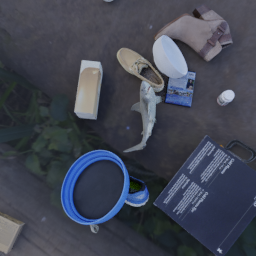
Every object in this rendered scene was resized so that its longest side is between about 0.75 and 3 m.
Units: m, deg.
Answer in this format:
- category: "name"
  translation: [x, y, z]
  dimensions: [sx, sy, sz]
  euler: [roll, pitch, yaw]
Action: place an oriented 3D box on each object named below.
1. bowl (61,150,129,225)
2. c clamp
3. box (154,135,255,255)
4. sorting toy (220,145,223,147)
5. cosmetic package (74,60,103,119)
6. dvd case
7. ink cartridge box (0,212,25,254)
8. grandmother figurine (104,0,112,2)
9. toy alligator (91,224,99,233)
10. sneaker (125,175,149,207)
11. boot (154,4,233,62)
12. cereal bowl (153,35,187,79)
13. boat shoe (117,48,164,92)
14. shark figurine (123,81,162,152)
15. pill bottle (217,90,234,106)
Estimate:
- category: "bowl"
  translation: [-0.967, 1.758, 8.372]
  dimensions: [2.236, 0.439, 2.236]
  euler: [-15, 55, 23]
- category: "c clamp"
  translation: [3.880, 0.889, 9.996]
  dimensions: [1.225, 0.166, 1.046]
  euler: [32, 63, 33]
- category: "box"
  translation: [2.686, 2.117, 9.023]
  dimensions: [2.518, 1.439, 2.765]
  euler: [39, 91, 15]
- category: "sorting toy"
  translation: [3.501, 1.854, 9.793]
  dimensions: [1.708, 0.307, 2.293]
  euler: [-34, 82, -1]
- category: "cosmetic package"
  translation: [-1.403, -1.355, 10.173]
  dimensions: [0.685, 1.014, 1.929]
  euler: [6, 82, 1]
- category: "dvd case"
  translation: [1.972, -1.545, 10.646]
  dimensions: [1.011, 0.124, 1.417]
  euler: [10, 81, 3]
- category: "ink cartridge box"
  translation: [-4.365, 3.514, 9.590]
  dimensions: [1.236, 0.464, 1.018]
  euler: [24, 82, 4]
- category: "grandmother figurine"
  translation: [-0.581, -6.098, 11.220]
  dimensions: [1.304, 0.651, 2.150]
  euler: [10, 82, 30]
- category: "toy alligator"
  translation: [-1.655, 2.572, 9.718]
  dimensions: [0.613, 0.669, 2.258]
  euler: [-27, 79, 37]
- category: "sneaker"
  translation: [-0.484, 1.745, 9.070]
  dimensions: [2.403, 1.071, 0.944]
  euler: [10, 50, 9]
- category: "boot"
  translation: [2.578, -3.378, 10.616]
  dimensions: [2.653, 0.932, 1.939]
  euler: [-32, 89, 2]
- category: "cereal bowl"
  translation: [1.425, -2.470, 10.115]
  dimensions: [0.680, 1.633, 1.633]
  euler: [-27, 79, 32]
- category: "boat shoe"
  translation: [0.490, -2.256, 10.451]
  dimensions: [0.804, 0.724, 2.229]
  euler: [-44, 84, -5]
- category: "shark figurine"
  translation: [0.491, -0.394, 10.213]
  dimensions: [1.060, 1.518, 2.540]
  euler: [10, 98, 27]
- category: "pill bottle"
  translation: [3.584, -1.108, 10.246]
  dimensions: [0.431, 0.756, 0.431]
  euler: [0, 80, 0]
